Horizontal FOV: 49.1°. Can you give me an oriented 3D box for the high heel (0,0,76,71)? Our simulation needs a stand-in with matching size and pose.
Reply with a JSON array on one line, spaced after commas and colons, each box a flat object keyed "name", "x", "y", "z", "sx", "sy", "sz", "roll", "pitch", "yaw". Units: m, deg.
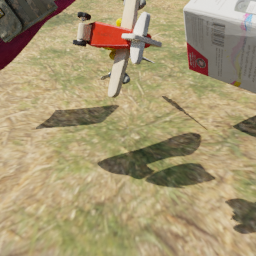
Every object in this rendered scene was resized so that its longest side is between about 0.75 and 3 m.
[{"name": "high heel", "x": -2.063, "y": -2.258, "z": 6.103, "sx": 2.532, "sy": 1.217, "sz": 0.854, "roll": -33, "pitch": 59, "yaw": -25}]

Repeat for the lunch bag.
[{"name": "lunch bag", "x": -2.039, "y": -2.228, "z": 4.976, "sx": 1.193, "sy": 0.979, "sz": 0.702, "roll": -36, "pitch": 24, "yaw": -3}]

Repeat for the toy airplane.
[{"name": "toy airplane", "x": -0.056, "y": -1.318, "z": 4.175, "sx": 0.941, "sy": 1.334, "sz": 1.328, "roll": -3, "pitch": 63, "yaw": -57}]

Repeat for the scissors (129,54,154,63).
[{"name": "scissors", "x": 0.341, "y": -2.069, "z": 8.229, "sx": 0.143, "sy": 0.751, "sz": 2.052, "roll": -37, "pitch": 46, "yaw": -6}]

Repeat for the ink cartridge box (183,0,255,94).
[{"name": "ink cartridge box", "x": 2.759, "y": -1.912, "z": 6.300, "sx": 2.754, "sy": 2.033, "sz": 1.179, "roll": 27, "pitch": 69, "yaw": 27}]
